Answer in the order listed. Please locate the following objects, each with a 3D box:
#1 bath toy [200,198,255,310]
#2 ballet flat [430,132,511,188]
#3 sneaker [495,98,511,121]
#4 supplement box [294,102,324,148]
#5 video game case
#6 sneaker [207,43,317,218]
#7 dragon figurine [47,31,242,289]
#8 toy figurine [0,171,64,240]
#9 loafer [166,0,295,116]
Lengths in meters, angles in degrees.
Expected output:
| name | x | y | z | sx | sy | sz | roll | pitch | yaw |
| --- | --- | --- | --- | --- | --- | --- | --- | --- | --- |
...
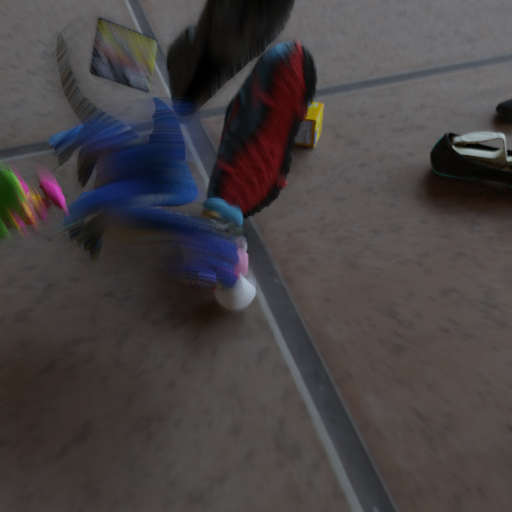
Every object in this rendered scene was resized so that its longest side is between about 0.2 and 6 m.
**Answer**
| name | x | y | z | sx | sy | sz | roll | pitch | yaw |
| --- | --- | --- | --- | --- | --- | --- | --- | --- | --- |
| bath toy | -0.441 | -0.043 | 7.652 | 0.734 | 0.624 | 1.689 | -12 | 48 | 0 |
| ballet flat | 4.035 | -1.506 | 8.984 | 2.383 | 0.815 | 0.810 | 11 | 46 | 10 |
| sneaker | 5.367 | -3.010 | 10.433 | 1.820 | 0.806 | 0.674 | -11 | 49 | -9 |
| supplement box | 0.611 | -2.411 | 9.995 | 1.068 | 0.582 | 0.585 | 13 | 48 | 12 |
| video game case | -2.366 | -3.581 | 10.051 | 1.086 | 0.138 | 0.981 | 11 | 84 | -32 |
| sneaker | 0.004 | -1.838 | 8.581 | 1.085 | 2.736 | 1.307 | 23 | 8 | -26 |
| dragon figurine | -1.392 | -1.140 | 6.960 | 1.925 | 1.139 | 3.872 | -16 | 67 | -1 |
| toy figurine | -2.294 | -0.507 | 5.724 | 0.544 | 0.725 | 0.667 | 39 | 25 | 24 |
| loafer | -0.382 | -3.027 | 8.032 | 1.183 | 3.293 | 1.036 | 11 | 74 | -28 |
